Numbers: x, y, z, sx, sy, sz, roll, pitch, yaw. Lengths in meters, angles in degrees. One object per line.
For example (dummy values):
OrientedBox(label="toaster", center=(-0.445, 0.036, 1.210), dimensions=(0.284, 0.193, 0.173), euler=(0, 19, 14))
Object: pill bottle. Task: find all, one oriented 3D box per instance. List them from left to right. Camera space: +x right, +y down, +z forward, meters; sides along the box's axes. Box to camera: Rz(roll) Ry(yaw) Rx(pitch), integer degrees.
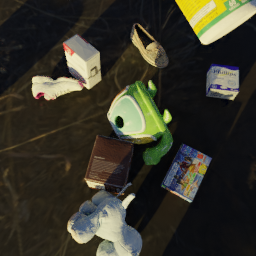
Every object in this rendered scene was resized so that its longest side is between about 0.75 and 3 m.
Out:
OrientedBox(label="pill bottle", center=(1.983, -3.943, 7.473), dimensions=(1.683, 1.683, 2.984), euler=(-32, 91, -13))

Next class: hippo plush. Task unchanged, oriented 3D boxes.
OrientedBox(label="hippo plush", center=(-0.349, 2.465, 6.971), dimensions=(1.941, 1.546, 1.561), euler=(-33, 100, 0))

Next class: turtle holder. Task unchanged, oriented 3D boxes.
OrientedBox(label="turtle holder", center=(0.389, -0.181, 7.944), dimensions=(1.519, 1.626, 2.140), euler=(-28, 109, 4))

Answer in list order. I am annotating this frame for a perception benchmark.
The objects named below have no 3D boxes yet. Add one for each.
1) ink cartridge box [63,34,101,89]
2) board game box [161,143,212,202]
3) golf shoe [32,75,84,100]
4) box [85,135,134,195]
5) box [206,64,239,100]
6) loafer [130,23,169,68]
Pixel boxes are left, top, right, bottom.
OrientedBox(label="ink cartridge box", center=(-1.380, -2.015, 8.669), dimensions=(1.001, 1.379, 0.575), euler=(42, 69, 16))
OrientedBox(label="board game box", center=(1.648, 1.237, 7.888), dimensions=(0.940, 0.239, 1.388), euler=(28, 70, 11))
OrientedBox(label="golf shoe", center=(-2.213, -1.209, 8.806), dimensions=(1.653, 0.623, 0.757), euler=(4, 78, 8))
OrientedBox(label="box", center=(-0.468, 1.019, 7.553), dimensions=(1.021, 1.032, 1.244), euler=(12, 67, 5))
OrientedBox(label="box", center=(2.999, -1.475, 8.904), dimensions=(0.881, 0.503, 0.958), euler=(8, 66, 2))
OrientedBox(label="loafer", center=(0.692, -2.778, 9.423), dimensions=(0.651, 0.569, 1.810), euler=(-35, 71, -14))
